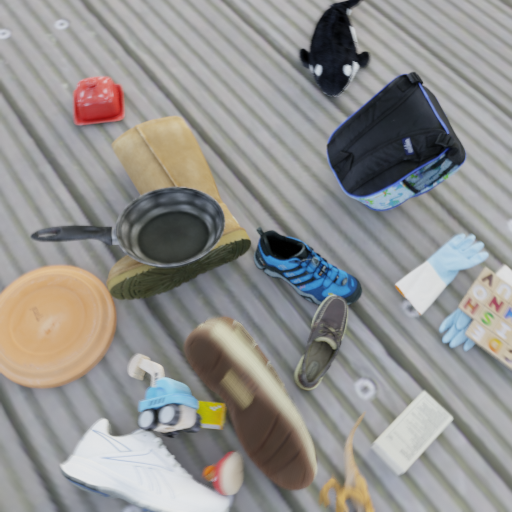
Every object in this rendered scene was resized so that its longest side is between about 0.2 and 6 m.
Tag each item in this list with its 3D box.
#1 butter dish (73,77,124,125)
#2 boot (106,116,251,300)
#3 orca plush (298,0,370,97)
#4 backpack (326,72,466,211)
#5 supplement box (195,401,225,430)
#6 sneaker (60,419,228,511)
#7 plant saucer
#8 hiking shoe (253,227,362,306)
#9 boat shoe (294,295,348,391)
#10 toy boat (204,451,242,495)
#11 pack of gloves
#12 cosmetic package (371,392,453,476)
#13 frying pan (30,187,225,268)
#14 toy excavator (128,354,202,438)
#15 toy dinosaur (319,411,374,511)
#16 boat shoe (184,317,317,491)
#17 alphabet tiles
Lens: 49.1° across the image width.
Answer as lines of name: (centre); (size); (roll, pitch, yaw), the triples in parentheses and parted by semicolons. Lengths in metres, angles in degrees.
butter dish: (-3.479, -3.491, 12.125); (1.100, 0.815, 1.103); (-8, 62, -5)
boot: (-1.988, -0.993, 10.709); (2.880, 1.088, 3.289); (-20, 64, -25)
orca plush: (1.975, -5.173, 12.849); (1.640, 1.108, 3.117); (21, 64, 11)
backpack: (2.656, -1.969, 10.723); (2.225, 1.635, 2.036); (-33, 59, 27)
supplement box: (-0.853, 2.593, 9.142); (0.666, 0.363, 0.365); (5, 62, 3)
sneaker: (-1.610, 3.269, 8.486); (2.613, 0.974, 1.138); (18, 59, 9)
plant saucer: (-3.646, 1.177, 9.903); (2.270, 0.366, 2.270); (0, 61, 0)
hiking shoe: (0.904, 0.247, 10.069); (2.136, 0.926, 0.794); (23, 64, 12)
boat shoe: (1.185, 1.458, 9.490); (0.631, 0.559, 1.724); (22, 76, -3)
toy boat: (-0.524, 3.304, 8.508); (0.546, 0.836, 0.546); (-5, 80, 6)
pack of gloves: (3.736, 0.660, 10.265); (1.996, 0.394, 1.677); (-35, 81, -16)
cosmetic package: (2.486, 2.837, 8.971); (1.216, 0.432, 0.640); (-37, 68, -18)
frying pan: (-1.964, -0.233, 9.345); (3.055, 0.497, 1.848); (-25, 53, -18)
toy excavator: (-1.527, 2.182, 9.043); (1.335, 0.686, 1.373); (-19, 54, 28)
toy dinosaur: (1.491, 3.529, 8.619); (1.038, 0.590, 1.954); (-5, 67, -35)
boat shoe: (0.104, 2.187, 8.811); (1.081, 1.082, 2.926); (-31, 91, 26)
alphabet tiles: (4.666, 1.178, 9.903); (2.045, 0.077, 1.709); (38, 68, 9)
